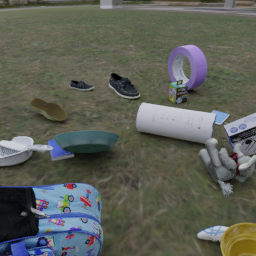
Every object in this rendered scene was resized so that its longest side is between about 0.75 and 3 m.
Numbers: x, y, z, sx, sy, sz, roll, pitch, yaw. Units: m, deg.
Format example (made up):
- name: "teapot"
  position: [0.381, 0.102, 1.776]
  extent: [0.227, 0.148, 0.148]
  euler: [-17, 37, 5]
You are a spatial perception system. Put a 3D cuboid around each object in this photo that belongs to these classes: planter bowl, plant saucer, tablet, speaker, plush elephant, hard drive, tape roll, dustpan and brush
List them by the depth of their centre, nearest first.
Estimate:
- name: "planter bowl"
  position: [2.491, 2.619, 5.432]
  extent: [1.452, 0.605, 1.452]
  euler: [1, 31, -1]
- name: "plush elephant"
  position: [2.891, 0.955, 7.742]
  extent: [1.232, 1.310, 1.591]
  euler: [-18, 62, -5]
- name: "plant saucer"
  position: [-1.248, 0.473, 8.531]
  extent: [1.991, 0.358, 1.991]
  euler: [-3, -14, -1]
- name: "dustpan and brush"
  position: [-3.303, 0.677, 8.713]
  extent: [2.299, 0.658, 1.605]
  euler: [10, 28, 17]
- name: "hard drive"
  position: [-2.236, 0.679, 9.303]
  extent: [0.697, 0.134, 1.057]
  euler: [-10, 31, -18]
- name: "speaker"
  position: [1.658, -0.181, 9.856]
  extent: [2.655, 1.078, 1.078]
  euler: [10, 31, 18]
- name: "tablet"
  position: [3.600, -0.427, 11.304]
  extent: [0.686, 0.072, 1.054]
  euler: [20, 34, 31]
- name: "tape roll"
  position: [2.836, -2.899, 13.568]
  extent: [0.688, 2.096, 2.096]
  euler: [-15, 33, -25]

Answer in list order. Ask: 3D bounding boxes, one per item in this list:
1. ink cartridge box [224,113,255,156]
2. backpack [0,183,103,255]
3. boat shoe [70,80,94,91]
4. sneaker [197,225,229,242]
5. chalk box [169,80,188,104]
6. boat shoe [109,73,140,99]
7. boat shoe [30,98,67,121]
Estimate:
- name: "ink cartridge box"
  position: [4.305, -0.019, 8.406]
  extent: [2.502, 1.176, 0.553]
  euler: [-24, 38, 14]
- name: "backpack"
  position: [-1.604, 2.102, 4.765]
  extent: [2.630, 2.401, 1.769]
  euler: [1, 36, -29]
- name: "boat shoe"
  position: [-2.318, -2.126, 13.941]
  extent: [1.318, 0.410, 0.492]
  euler: [12, 30, 17]
- name: "sneaker"
  position: [2.130, 2.370, 6.102]
  extent: [1.211, 0.435, 0.439]
  euler: [-3, 55, 8]
- name: "chalk box"
  position: [2.261, -1.693, 12.556]
  extent: [0.636, 1.019, 0.632]
  euler: [-12, 32, -20]
- name: "boat shoe"
  position: [-0.207, -2.115, 13.541]
  extent: [0.870, 0.772, 2.328]
  euler: [-14, 33, -24]
- name: "boat shoe"
  position: [-3.145, -0.668, 11.242]
  extent: [1.720, 0.541, 0.627]
  euler: [20, 63, 18]
